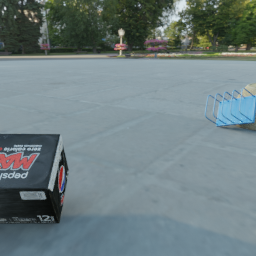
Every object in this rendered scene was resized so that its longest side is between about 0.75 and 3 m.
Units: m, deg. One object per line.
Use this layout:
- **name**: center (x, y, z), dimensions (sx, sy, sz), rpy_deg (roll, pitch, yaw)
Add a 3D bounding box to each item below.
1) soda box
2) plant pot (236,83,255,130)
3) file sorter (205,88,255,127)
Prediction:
- **soda box**: center (-2.350, 0.699, 3.919), dimensions (2.850, 0.903, 1.009), rpy_deg (0, 44, -2)
- **plant pot**: center (4.074, -0.756, 8.626), dimensions (1.713, 1.150, 1.713), rpy_deg (-4, 21, 2)
- **file sorter**: center (2.910, -0.587, 8.003), dimensions (0.727, 0.822, 1.185), rpy_deg (25, -19, -34)
